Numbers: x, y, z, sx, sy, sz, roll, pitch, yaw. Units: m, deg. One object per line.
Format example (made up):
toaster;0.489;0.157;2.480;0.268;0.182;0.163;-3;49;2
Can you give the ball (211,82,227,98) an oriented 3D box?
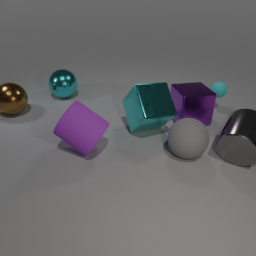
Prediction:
ball;4.045;-1.694;12.463;0.700;0.700;0.700;0;31;0

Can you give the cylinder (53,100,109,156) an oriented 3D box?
cylinder;-1.589;0.006;9.629;1.400;1.400;1.400;36;34;-5

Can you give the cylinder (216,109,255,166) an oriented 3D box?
cylinder;3.838;0.306;9.339;1.400;1.400;1.400;18;50;27

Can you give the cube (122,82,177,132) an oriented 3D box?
cube;0.794;-0.788;10.764;1.400;1.400;1.400;-8;72;-25

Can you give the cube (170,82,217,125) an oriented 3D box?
cube;2.626;-0.990;11.674;1.400;1.400;1.400;-6;30;-12

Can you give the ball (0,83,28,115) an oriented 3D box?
ball;-5.092;-1.273;12.196;1.400;1.400;1.400;0;31;0

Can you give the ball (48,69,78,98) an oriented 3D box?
ball;-3.164;-2.161;13.668;1.400;1.400;1.400;0;31;0

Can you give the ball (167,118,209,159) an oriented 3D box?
ball;2.054;0.355;9.566;1.400;1.400;1.400;0;31;0
